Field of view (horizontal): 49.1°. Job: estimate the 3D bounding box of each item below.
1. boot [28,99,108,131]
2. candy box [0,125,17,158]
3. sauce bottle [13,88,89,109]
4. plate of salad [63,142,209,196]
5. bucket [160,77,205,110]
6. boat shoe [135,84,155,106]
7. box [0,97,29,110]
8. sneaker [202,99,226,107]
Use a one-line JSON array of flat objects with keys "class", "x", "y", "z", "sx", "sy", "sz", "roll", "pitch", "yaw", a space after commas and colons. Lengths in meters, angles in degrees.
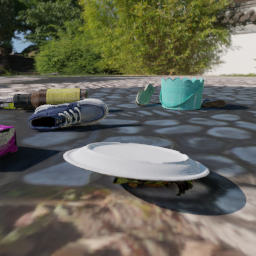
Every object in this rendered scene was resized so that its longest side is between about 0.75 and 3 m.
[{"class": "boot", "x": -1.582, "y": -0.281, "z": 7.608, "sx": 2.090, "sy": 0.760, "sz": 0.944, "roll": -8, "pitch": 20, "yaw": 0}, {"class": "candy box", "x": -3.221, "y": 0.269, "z": 5.258, "sx": 1.785, "sy": 0.544, "sz": 1.217, "roll": 4, "pitch": 14, "yaw": 18}, {"class": "sauce bottle", "x": -2.814, "y": -1.034, "z": 10.351, "sx": 2.691, "sy": 0.871, "sz": 0.871, "roll": 0, "pitch": 13, "yaw": -4}, {"class": "plate of salad", "x": 0.106, "y": 0.566, "z": 4.099, "sx": 2.076, "sy": 0.499, "sz": 2.076, "roll": 7, "pitch": 4, "yaw": 0}, {"class": "bucket", "x": 2.175, "y": -1.429, "z": 11.365, "sx": 1.830, "sy": 1.191, "sz": 1.830, "roll": 0, "pitch": 12, "yaw": 0}, {"class": "boat shoe", "x": 0.686, "y": -1.372, "z": 12.235, "sx": 0.488, "sy": 0.577, "sz": 1.619, "roll": -36, "pitch": 10, "yaw": 41}, {"class": "box", "x": -4.481, "y": -1.003, "z": 11.405, "sx": 1.195, "sy": 0.330, "sz": 1.492, "roll": 2, "pitch": 13, "yaw": 7}, {"class": "sneaker", "x": 3.552, "y": -1.051, "z": 11.665, "sx": 0.912, "sy": 0.320, "sz": 0.495, "roll": -3, "pitch": 14, "yaw": 0}]
